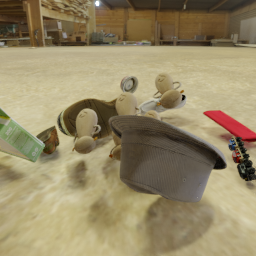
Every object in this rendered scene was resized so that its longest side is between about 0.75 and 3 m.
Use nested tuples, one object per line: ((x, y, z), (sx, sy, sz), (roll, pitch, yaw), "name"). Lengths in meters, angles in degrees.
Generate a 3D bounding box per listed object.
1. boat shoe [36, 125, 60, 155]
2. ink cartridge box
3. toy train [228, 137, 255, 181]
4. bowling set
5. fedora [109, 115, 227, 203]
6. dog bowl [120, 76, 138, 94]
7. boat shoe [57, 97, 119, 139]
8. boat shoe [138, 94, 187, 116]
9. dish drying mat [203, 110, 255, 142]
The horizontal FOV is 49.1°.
((-1.884, 0.301, 6.636), (0.489, 0.462, 1.359), (-30, 14, 3), "boat shoe")
((-2.752, -0.147, 5.324), (1.494, 2.053, 0.492), (10, 62, 32), "ink cartridge box")
((2.299, 0.592, 5.714), (0.341, 0.254, 1.488), (-21, 21, 19), "toy train")
((0.233, 0.110, 5.684), (2.357, 1.640, 1.265), (-27, 34, 12), "bowling set")
((0.519, 0.608, 4.337), (2.016, 0.910, 1.783), (28, -18, -39), "fedora")
((0.027, -1.783, 11.539), (0.823, 0.823, 0.303), (-16, 38, -38), "dog bowl")
((-0.827, -0.241, 7.395), (0.937, 1.059, 2.892), (-15, 0, 34), "boat shoe")
((1.127, -0.769, 9.054), (1.622, 0.584, 0.556), (-7, -19, -5), "boat shoe")
((2.721, -0.074, 7.428), (0.658, 0.156, 1.714), (-1, 27, -21), "dish drying mat")
